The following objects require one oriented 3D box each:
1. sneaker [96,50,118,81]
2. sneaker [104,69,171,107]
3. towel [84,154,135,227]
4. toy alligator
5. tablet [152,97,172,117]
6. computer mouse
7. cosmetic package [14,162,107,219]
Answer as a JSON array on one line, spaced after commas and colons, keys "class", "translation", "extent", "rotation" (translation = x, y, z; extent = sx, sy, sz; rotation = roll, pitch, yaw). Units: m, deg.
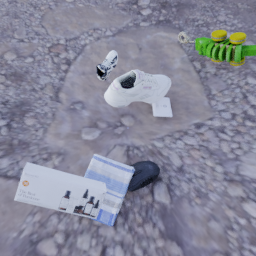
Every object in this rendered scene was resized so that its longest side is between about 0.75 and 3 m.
[{"class": "sneaker", "translation": [-0.625, -1.801, 8.052], "extent": [0.377, 0.615, 0.946], "rotation": [36, 104, 2]}, {"class": "sneaker", "translation": [0.396, -1.083, 7.233], "extent": [1.973, 0.983, 0.739], "rotation": [-18, 68, -27]}, {"class": "towel", "translation": [-0.532, 1.329, 6.115], "extent": [1.001, 0.162, 1.363], "rotation": [21, 75, 2]}, {"class": "toy alligator", "translation": [2.580, -2.437, 8.551], "extent": [2.962, 0.878, 0.804], "rotation": [24, 51, 37]}, {"class": "tablet", "translation": [0.943, -0.597, 7.811], "extent": [0.522, 0.055, 0.802], "rotation": [3, 46, -4]}, {"class": "computer mouse", "translation": [-0.215, 1.275, 6.365], "extent": [2.109, 0.359, 0.618], "rotation": [-24, 59, -16]}, {"class": "cosmetic package", "translation": [-1.296, 1.247, 5.509], "extent": [1.628, 0.672, 0.412], "rotation": [17, 10, -14]}]
